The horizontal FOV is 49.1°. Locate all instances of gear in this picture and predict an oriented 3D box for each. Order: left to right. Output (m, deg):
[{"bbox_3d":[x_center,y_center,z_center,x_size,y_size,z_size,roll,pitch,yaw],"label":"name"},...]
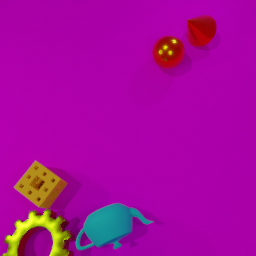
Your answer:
[{"bbox_3d":[-2.082,2.774,6.505,1.689,0.312,1.689,-7,58,11],"label":"gear"}]

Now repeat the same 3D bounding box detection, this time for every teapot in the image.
[{"bbox_3d":[-0.337,2.268,6.397,1.831,1.138,0.896,-22,67,-7],"label":"teapot"}]

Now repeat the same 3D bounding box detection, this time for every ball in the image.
[{"bbox_3d":[1.168,-2.194,8.117,0.946,0.946,0.946,0,71,0],"label":"ball"}]

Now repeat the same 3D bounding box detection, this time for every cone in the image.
[{"bbox_3d":[1.950,-3.004,8.223,0.983,0.987,0.983,-2,87,38],"label":"cone"}]

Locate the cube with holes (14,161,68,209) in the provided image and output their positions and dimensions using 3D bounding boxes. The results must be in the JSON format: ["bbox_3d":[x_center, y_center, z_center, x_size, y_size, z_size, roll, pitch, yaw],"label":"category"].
[{"bbox_3d":[-2.140,1.431,6.987,0.791,0.791,0.791,33,75,11],"label":"cube with holes"}]
